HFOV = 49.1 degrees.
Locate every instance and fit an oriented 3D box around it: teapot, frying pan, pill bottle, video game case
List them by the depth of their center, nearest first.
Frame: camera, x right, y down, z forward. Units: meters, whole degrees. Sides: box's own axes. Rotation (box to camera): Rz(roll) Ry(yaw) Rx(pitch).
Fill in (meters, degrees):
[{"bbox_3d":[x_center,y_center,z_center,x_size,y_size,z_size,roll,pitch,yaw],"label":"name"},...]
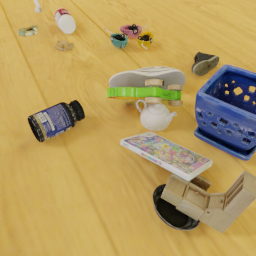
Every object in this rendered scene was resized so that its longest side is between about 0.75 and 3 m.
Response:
[{"bbox_3d":[0.918,1.371,5.891,1.073,0.289,1.774,14,36,-18],"label":"frying pan"},{"bbox_3d":[0.900,0.573,6.504,1.817,0.164,1.301,26,22,31],"label":"video game case"},{"bbox_3d":[-1.867,-0.232,7.420,1.357,0.759,0.759,-28,50,-26],"label":"pill bottle"},{"bbox_3d":[0.749,-0.413,7.683,0.912,0.666,0.900,-9,43,-8],"label":"teapot"},{"bbox_3d":[-2.736,-4.658,12.199,0.731,0.731,1.335,-16,45,-16],"label":"pill bottle"}]

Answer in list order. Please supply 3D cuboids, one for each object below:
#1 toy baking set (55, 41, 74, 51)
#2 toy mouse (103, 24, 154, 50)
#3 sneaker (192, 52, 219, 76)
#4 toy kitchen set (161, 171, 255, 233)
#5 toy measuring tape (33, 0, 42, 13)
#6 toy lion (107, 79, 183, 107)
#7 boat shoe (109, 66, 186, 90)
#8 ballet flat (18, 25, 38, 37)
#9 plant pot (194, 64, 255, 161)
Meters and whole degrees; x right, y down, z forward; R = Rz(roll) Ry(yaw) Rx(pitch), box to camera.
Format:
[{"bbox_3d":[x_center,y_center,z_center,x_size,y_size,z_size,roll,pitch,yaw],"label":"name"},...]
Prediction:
[{"bbox_3d":[-2.565,-3.278,11.192,0.910,0.106,0.698,19,43,19],"label":"toy baking set"},{"bbox_3d":[-0.006,-3.676,11.336,2.123,0.462,2.389,11,44,11],"label":"toy mouse"},{"bbox_3d":[2.494,-2.259,9.840,0.775,0.546,1.460,30,42,35],"label":"sneaker"},{"bbox_3d":[1.618,1.036,5.576,1.360,1.227,1.110,29,38,8],"label":"toy kitchen set"},{"bbox_3d":[-2.720,-3.657,6.801,0.669,1.819,0.669,-13,32,9],"label":"toy measuring tape"},{"bbox_3d":[0.404,-0.945,7.885,1.771,0.635,1.848,3,2,39],"label":"toy lion"},{"bbox_3d":[0.574,-1.487,8.833,2.378,0.875,0.777,-2,28,-8],"label":"boat shoe"},{"bbox_3d":[-3.164,-3.138,9.121,0.328,0.328,0.927,18,31,19],"label":"ballet flat"},{"bbox_3d":[2.695,-0.338,6.943,1.737,1.562,1.737,27,49,27],"label":"plant pot"}]
